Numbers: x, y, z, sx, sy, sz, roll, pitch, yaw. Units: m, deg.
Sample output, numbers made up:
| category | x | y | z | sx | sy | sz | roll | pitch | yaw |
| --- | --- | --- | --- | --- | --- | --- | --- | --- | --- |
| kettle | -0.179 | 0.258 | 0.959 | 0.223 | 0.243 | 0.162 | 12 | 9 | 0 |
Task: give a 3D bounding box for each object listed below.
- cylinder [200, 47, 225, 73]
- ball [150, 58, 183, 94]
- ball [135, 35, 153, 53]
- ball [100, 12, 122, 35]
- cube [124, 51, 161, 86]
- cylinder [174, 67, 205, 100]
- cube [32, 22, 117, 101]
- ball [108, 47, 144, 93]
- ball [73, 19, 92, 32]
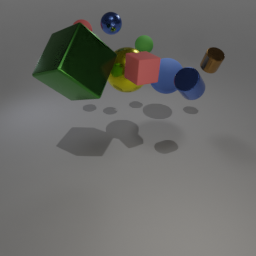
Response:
| category | x | y | z | sx | sy | sz | roll | pitch | yaw |
| --- | --- | --- | --- | --- | --- | --- | --- | --- | --- |
| cylinder | 3.162 | -2.535 | 10.517 | 0.700 | 0.700 | 0.700 | 4 | 60 | -7 |
| ball | 1.534 | -2.065 | 11.151 | 1.400 | 1.400 | 1.400 | 0 | 31 | 0 |
| ball | 0.606 | -3.129 | 10.553 | 0.700 | 0.700 | 0.700 | 0 | 31 | 0 |
| ball | -0.545 | -3.382 | 9.060 | 0.700 | 0.700 | 0.700 | 0 | 31 | 0 |
| cube | 0.383 | -1.653 | 7.704 | 0.700 | 0.700 | 0.700 | -14 | 35 | -29 |
| cylinder | 1.678 | -1.194 | 7.609 | 0.700 | 0.700 | 0.700 | 22 | -4 | 31 |
| cube | -1.407 | -1.684 | 7.502 | 1.400 | 1.400 | 1.400 | 3 | 67 | 46 |
| ball | -0.025 | -1.814 | 8.798 | 1.400 | 1.400 | 1.400 | 0 | 31 | 0 |
| ball | -1.574 | -3.350 | 9.600 | 0.700 | 0.700 | 0.700 | 0 | 31 | 0 |
